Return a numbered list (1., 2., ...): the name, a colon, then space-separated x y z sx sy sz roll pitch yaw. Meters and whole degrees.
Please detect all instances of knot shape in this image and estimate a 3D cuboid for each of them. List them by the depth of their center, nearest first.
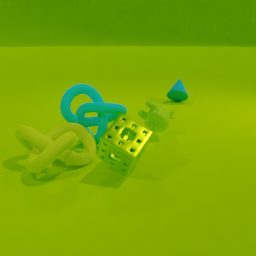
1. knot shape: -1.553 0.397 5.890 1.770 0.818 1.656 2 11 -7
2. knot shape: -0.754 -0.346 6.866 1.480 1.582 0.731 -8 38 15

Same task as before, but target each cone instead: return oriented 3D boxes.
1. cone: 2.165 -1.743 11.970 0.907 0.910 0.907 10 -23 4

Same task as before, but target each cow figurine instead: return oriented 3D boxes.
1. cow figurine: 0.906 -0.266 7.897 1.242 0.693 1.263 27 21 -30

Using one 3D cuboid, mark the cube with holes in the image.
1. cube with holes: -0.074 0.333 5.553 0.738 0.738 0.738 31 54 10
